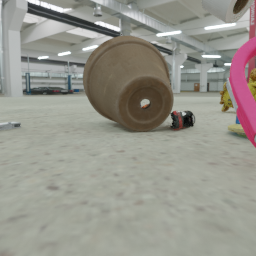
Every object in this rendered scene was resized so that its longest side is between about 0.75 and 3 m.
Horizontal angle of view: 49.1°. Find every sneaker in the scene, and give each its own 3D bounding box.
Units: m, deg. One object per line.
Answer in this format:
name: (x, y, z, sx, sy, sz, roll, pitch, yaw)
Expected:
sneaker: (1.679, -0.263, 8.557, 0.755, 0.546, 1.546, 0, 6, 13)

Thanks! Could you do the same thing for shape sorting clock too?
shape sorting clock: (4.108, -0.090, 7.102, 2.980, 0.585, 2.980, -7, 7, 1)

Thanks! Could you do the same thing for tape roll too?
tape roll: (2.103, -2.745, 5.786, 0.977, 0.977, 0.671, -9, 47, -48)

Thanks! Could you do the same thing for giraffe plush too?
giraffe plush: (5.833, -1.683, 14.049, 2.200, 2.341, 2.713, -14, 8, -8)

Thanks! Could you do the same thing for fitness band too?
fitness band: (2.633, -0.538, 4.332, 1.853, 2.580, 0.483, -14, -33, 9)

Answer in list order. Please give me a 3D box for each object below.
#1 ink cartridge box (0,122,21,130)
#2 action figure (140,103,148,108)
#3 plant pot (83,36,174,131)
ink cartridge box: (-3.846, -0.067, 8.520, 0.742, 0.186, 0.855, 6, 10, 32)
action figure: (0.690, -0.828, 13.409, 1.187, 0.642, 1.227, -6, 32, 10)
plant pot: (0.182, -1.179, 8.521, 2.904, 2.904, 2.532, -2, 25, -13)
